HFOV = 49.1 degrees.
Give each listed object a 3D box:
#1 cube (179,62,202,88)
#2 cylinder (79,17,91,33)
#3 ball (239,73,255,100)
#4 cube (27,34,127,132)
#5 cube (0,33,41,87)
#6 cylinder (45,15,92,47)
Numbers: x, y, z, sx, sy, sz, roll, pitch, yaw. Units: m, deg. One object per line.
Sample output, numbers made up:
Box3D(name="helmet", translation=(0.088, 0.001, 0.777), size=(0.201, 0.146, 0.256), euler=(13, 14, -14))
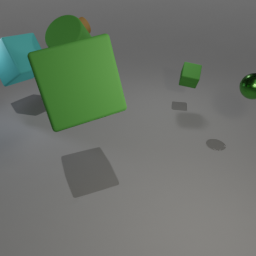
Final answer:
Box3D(name="cube", translation=(2.485, -2.111, 11.217), size=(0.700, 0.700, 0.700), euler=(13, 68, 4))
Box3D(name="cylinder", translation=(-1.958, -3.943, 11.151), size=(0.700, 0.700, 0.700), euler=(-39, 45, -21))
Box3D(name="ball", translation=(3.349, -1.110, 7.478), size=(0.700, 0.700, 0.700), euler=(0, 30, 0))
Box3D(name="cube", translation=(-1.007, -0.921, 5.445), size=(1.400, 1.400, 1.400), euler=(-18, 18, -12))
Box3D(name="cube", translation=(-4.194, -2.619, 10.757), size=(1.400, 1.400, 1.400), euler=(-19, 10, 41))
Box3D(name="cylinder", translation=(-1.978, -3.004, 9.968), size=(1.400, 1.400, 1.400), euler=(12, -12, 20))
